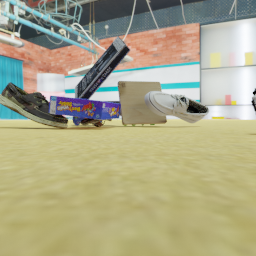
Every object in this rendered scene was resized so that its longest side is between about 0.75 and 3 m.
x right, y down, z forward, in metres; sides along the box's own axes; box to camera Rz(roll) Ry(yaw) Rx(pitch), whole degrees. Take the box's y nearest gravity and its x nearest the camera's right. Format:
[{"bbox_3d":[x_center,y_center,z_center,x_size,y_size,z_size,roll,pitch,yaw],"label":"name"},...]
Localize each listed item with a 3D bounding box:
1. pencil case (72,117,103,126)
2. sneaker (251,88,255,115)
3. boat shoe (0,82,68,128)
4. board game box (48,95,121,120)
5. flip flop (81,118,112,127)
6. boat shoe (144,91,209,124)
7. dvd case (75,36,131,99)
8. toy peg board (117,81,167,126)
[{"bbox_3d":[-1.591,-0.387,11.237,1.231,0.480,0.535,-6,-22,15],"label":"pencil case"},{"bbox_3d":[2.650,-0.412,5.617,0.411,1.028,0.379,18,-37,10],"label":"sneaker"},{"bbox_3d":[-2.936,-0.735,8.687,2.612,0.846,0.956,22,4,15],"label":"boat shoe"},{"bbox_3d":[-1.233,-0.626,8.772,1.552,0.517,2.309,8,5,11],"label":"board game box"},{"bbox_3d":[-1.078,-0.182,9.549,0.487,0.346,1.202,9,16,43],"label":"flip flop"},{"bbox_3d":[1.746,-0.780,9.637,2.478,0.891,0.814,20,-31,-27],"label":"boat shoe"},{"bbox_3d":[-1.110,-2.263,11.088,0.358,2.895,2.176,38,14,-24],"label":"dvd case"},{"bbox_3d":[0.425,-0.828,10.542,1.682,1.675,0.823,-2,-19,-18],"label":"toy peg board"}]
